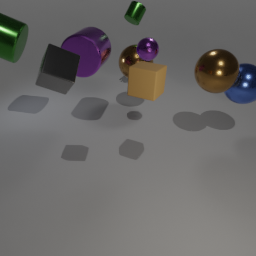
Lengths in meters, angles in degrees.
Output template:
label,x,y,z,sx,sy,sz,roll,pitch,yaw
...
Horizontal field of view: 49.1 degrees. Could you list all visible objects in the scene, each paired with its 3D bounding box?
label,x,y,z,sx,sy,sz,roll,pitch,yaw
cylinder,-1.407,-2.610,9.558,1.400,1.400,1.400,6,31,9
cube,0.455,-1.135,6.676,0.700,0.700,0.700,15,30,21
ball,4.001,-1.528,9.701,1.400,1.400,1.400,0,33,0
ball,2.841,-1.814,8.983,1.400,1.400,1.400,0,33,0
cylinder,-4.277,-3.093,9.409,1.400,1.400,1.400,20,31,-12
ball,0.320,-2.627,11.240,1.400,1.400,1.400,0,33,0
ball,0.609,-2.436,8.661,0.700,0.700,0.700,0,33,0
cube,-1.518,-1.248,6.057,0.700,0.700,0.700,17,68,-23
cylinder,0.296,-4.766,11.637,0.700,0.700,0.700,27,1,0
